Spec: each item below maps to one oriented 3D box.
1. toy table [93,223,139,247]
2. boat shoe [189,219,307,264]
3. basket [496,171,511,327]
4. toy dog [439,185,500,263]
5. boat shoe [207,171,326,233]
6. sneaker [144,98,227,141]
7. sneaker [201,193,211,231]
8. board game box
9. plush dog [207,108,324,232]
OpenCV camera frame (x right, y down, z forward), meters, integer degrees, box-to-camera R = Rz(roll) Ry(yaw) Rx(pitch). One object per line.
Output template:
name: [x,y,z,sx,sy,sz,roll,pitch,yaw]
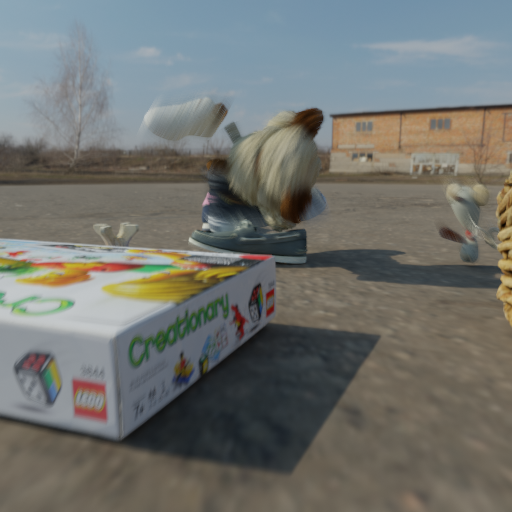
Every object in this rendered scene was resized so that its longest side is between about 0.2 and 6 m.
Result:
toy table: [-2.763,-0.314,11.177,1.073,0.628,0.986,0,9,7]
boat shoe: [-0.121,-0.331,10.327,2.186,0.675,0.796,9,8,-3]
basket: [4.576,0.327,5.509,3.890,2.898,2.777,1,-23,6]
toy dog: [3.643,-0.608,9.788,0.686,1.425,0.940,-9,-13,-38]
boat shoe: [0.282,-1.295,11.180,2.719,1.234,0.962,-14,23,-30]
sneaker: [-1.199,-2.523,9.923,0.756,0.650,1.787,-41,-11,35]
sneaker: [-0.921,-1.343,15.856,0.949,1.109,2.704,1,9,4]
board game box: [-2.507,0.469,5.748,4.745,0.821,2.995,4,11,21]
plush dog: [0.349,-1.558,9.529,1.788,2.229,1.914,4,0,-33]
